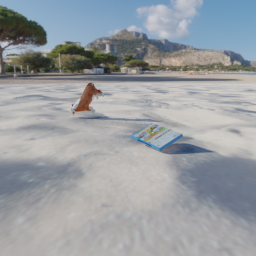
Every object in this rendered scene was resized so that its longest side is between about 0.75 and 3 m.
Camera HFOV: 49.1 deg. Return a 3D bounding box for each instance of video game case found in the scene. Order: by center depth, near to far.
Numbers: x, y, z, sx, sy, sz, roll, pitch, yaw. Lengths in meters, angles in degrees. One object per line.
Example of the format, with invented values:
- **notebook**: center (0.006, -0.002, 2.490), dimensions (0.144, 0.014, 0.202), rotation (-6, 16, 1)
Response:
- **video game case**: center (0.650, 0.183, 6.515), dimensions (0.731, 0.091, 1.021), rotation (-30, 32, -28)

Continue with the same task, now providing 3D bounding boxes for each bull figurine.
- **bull figurine**: center (-1.606, -1.008, 10.864), dimensions (0.904, 1.489, 0.485), rotation (24, 14, -40)
